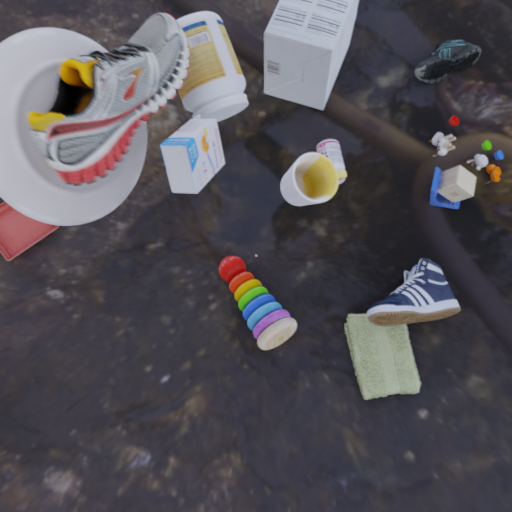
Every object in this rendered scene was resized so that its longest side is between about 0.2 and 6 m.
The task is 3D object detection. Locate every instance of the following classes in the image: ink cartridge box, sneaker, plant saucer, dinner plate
[{"bbox_3d":[-0.933,-1.686,9.027,0.484,0.821,1.427,4,34,21],"label":"ink cartridge box"},{"bbox_3d":[2.795,0.659,10.410,2.023,0.709,1.097,-2,66,-27],"label":"sneaker"},{"bbox_3d":[-4.804,-0.628,11.406,1.210,0.222,1.208,-38,73,-13],"label":"plant saucer"},{"bbox_3d":[4.276,-4.493,12.852,1.754,0.661,0.695,-23,59,-18],"label":"sneaker"},{"bbox_3d":[-2.100,-2.599,8.370,1.245,1.314,3.199,11,60,33],"label":"sneaker"},{"bbox_3d":[-2.924,-2.007,8.909,0.374,3.086,3.086,9,63,40],"label":"dinner plate"}]

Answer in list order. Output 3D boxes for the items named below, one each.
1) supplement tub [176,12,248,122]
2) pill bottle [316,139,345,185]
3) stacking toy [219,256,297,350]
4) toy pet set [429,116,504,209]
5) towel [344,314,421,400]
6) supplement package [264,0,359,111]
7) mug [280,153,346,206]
[{"bbox_3d":[-0.936,-3.415,10.330,1.242,1.242,1.717,-22,93,-9],"label":"supplement tub"},{"bbox_3d":[1.585,-1.961,11.801,0.500,0.500,0.881,-8,68,-3],"label":"pill bottle"},{"bbox_3d":[-0.073,0.798,10.602,0.826,0.826,1.934,-30,64,-12],"label":"stacking toy"},{"bbox_3d":[4.176,-1.772,11.657,1.652,0.877,1.542,28,67,-24],"label":"toy pet set"},{"bbox_3d":[2.327,1.797,10.362,1.193,0.293,1.608,-7,68,-3],"label":"towel"},{"bbox_3d":[1.176,-4.705,12.144,1.493,1.942,2.031,19,69,8],"label":"supplement package"},{"bbox_3d":[0.918,-1.193,9.561,1.050,0.862,0.841,19,76,-18],"label":"mug"}]
